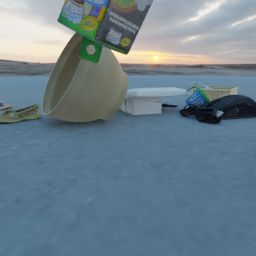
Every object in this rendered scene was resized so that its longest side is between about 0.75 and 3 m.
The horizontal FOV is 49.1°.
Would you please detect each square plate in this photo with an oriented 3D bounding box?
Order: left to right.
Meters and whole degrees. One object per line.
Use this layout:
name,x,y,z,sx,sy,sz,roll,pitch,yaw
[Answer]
square plate,0.622,-1.392,11.374,2.744,0.394,2.770,-8,8,-34

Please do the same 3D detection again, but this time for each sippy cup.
sippy cup,2.621,-1.046,10.691,0.711,0.762,0.970,-35,41,7

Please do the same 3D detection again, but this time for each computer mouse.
computer mouse,3.451,-0.765,9.843,2.864,0.755,1.983,-6,13,-23

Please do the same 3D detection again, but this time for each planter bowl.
planter bowl,-1.230,-1.384,8.953,1.954,2.904,2.904,25,-1,-30

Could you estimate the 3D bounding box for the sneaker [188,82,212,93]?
sneaker,3.618,-1.545,12.632,1.770,0.665,1.017,35,27,29

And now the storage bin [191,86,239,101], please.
storage bin,3.894,-1.436,12.658,1.745,0.824,1.758,8,16,29

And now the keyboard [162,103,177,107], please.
keyboard,1.683,-1.052,12.412,0.974,0.193,0.507,6,14,30

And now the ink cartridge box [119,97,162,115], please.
ink cartridge box,0.423,-0.976,10.904,1.200,0.691,1.644,-5,14,-20

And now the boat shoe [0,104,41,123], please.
boat shoe,-3.625,-0.476,9.186,0.564,0.482,1.538,11,17,39

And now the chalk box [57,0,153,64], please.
chalk box,-0.497,-2.283,5.652,1.180,1.906,1.186,37,18,29

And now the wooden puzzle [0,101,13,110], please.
wooden puzzle,-5.672,-0.902,11.452,1.259,0.315,1.359,4,13,21
